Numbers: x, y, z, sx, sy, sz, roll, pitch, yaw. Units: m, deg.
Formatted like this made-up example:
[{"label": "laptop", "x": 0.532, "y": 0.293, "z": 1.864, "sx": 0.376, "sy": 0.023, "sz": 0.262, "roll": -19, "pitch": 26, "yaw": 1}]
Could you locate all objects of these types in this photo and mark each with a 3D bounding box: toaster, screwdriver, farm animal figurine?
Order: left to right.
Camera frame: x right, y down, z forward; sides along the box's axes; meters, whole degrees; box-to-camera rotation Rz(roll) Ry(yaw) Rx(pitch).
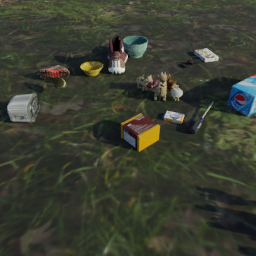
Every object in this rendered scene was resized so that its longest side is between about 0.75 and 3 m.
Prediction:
[{"label": "toaster", "x": -3.920, "y": -0.782, "z": 10.567, "sx": 0.902, "sy": 0.794, "sz": 1.397, "roll": -2, "pitch": 39, "yaw": 1}, {"label": "farm animal figurine", "x": 1.285, "y": -1.850, "z": 11.806, "sx": 1.756, "sy": 0.916, "sz": 1.737, "roll": -4, "pitch": 38, "yaw": -5}, {"label": "screwdriver", "x": 2.864, "y": -0.420, "z": 10.521, "sx": 0.318, "sy": 0.305, "sz": 2.187, "roll": 46, "pitch": 50, "yaw": 5}]

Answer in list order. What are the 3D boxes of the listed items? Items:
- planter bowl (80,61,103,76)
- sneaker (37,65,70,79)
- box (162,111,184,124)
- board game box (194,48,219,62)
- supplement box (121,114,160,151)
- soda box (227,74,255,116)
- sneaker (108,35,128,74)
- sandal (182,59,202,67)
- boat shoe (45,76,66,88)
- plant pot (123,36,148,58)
[{"label": "planter bowl", "x": -1.710, "y": -2.755, "z": 13.331, "sx": 1.067, "sy": 0.444, "sz": 1.067, "roll": -1, "pitch": 36, "yaw": 1}, {"label": "sneaker", "x": -3.474, "y": -2.622, "z": 13.118, "sx": 1.447, "sy": 0.511, "sz": 0.707, "roll": -4, "pitch": 39, "yaw": -9}, {"label": "box", "x": 1.705, "y": -0.419, "z": 10.615, "sx": 0.770, "sy": 0.160, "sz": 0.458, "roll": 14, "pitch": 41, "yaw": 14}, {"label": "board game box", "x": 4.162, "y": -3.893, "z": 14.961, "sx": 0.777, "sy": 0.213, "sz": 1.230, "roll": -10, "pitch": 40, "yaw": -14}, {"label": "supplement box", "x": 0.410, "y": 0.128, "z": 9.534, "sx": 0.938, "sy": 0.631, "sz": 0.951, "roll": -28, "pitch": 46, "yaw": -31}, {"label": "soda box", "x": 5.450, "y": -1.582, "z": 11.439, "sx": 2.981, "sy": 0.957, "sz": 1.011, "roll": -25, "pitch": 45, "yaw": -29}, {"label": "sneaker", "x": -0.508, "y": -3.965, "z": 13.943, "sx": 1.038, "sy": 1.585, "sz": 2.744, "roll": -3, "pitch": 38, "yaw": -3}, {"label": "sandal", "x": 3.242, "y": -3.382, "z": 14.256, "sx": 1.204, "sy": 0.288, "sz": 0.452, "roll": -23, "pitch": 44, "yaw": -26}, {"label": "boat shoe", "x": -3.009, "y": -1.934, "z": 11.869, "sx": 1.200, "sy": 0.429, "sz": 0.394, "roll": 17, "pitch": -4, "yaw": 32}, {"label": "plant pot", "x": 0.397, "y": -4.264, "z": 14.921, "sx": 1.275, "sy": 0.854, "sz": 1.275, "roll": 0, "pitch": 39, "yaw": 0}]
